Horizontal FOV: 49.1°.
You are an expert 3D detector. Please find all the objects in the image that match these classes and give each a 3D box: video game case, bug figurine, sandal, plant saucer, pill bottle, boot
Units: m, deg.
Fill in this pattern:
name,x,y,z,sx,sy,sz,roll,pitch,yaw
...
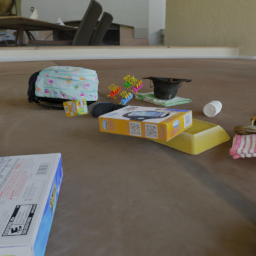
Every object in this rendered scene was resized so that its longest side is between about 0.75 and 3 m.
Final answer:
name,x,y,z,sx,sy,sz,roll,pitch,yaw
video game case,-2.514,1.291,4.593,2.520,0.632,2.780,-2,18,-5
bug figurine,-0.090,-1.789,13.253,1.603,0.532,2.067,-40,31,-6
sandal,4.218,-0.139,8.428,2.473,0.668,0.993,-5,-4,-18
plant saucer,1.800,0.103,8.478,1.891,0.458,1.890,-16,23,-39
pill bottle,3.365,-0.787,11.041,0.531,0.531,0.929,11,21,31
boot,-0.355,-0.591,10.557,1.687,0.554,1.391,17,26,30

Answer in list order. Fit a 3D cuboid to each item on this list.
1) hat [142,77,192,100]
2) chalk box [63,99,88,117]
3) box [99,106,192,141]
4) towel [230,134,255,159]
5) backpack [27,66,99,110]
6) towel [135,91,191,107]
name,x,y,z,sx,sy,sz,roll,pitch,yaw
hat,1.767,-1.879,13.235,2.540,1.025,2.540,5,11,-1
chalk box,-1.576,-0.638,8.743,0.474,0.478,0.765,-7,7,25
box,0.370,-0.218,8.040,2.520,0.523,1.500,9,21,35
towel,3.648,0.330,7.041,2.000,0.299,1.464,-11,8,26
backpack,-2.665,-1.807,12.206,2.759,1.746,2.302,6,18,15
towel,1.627,-1.455,13.487,1.715,0.263,2.249,-12,22,-33
